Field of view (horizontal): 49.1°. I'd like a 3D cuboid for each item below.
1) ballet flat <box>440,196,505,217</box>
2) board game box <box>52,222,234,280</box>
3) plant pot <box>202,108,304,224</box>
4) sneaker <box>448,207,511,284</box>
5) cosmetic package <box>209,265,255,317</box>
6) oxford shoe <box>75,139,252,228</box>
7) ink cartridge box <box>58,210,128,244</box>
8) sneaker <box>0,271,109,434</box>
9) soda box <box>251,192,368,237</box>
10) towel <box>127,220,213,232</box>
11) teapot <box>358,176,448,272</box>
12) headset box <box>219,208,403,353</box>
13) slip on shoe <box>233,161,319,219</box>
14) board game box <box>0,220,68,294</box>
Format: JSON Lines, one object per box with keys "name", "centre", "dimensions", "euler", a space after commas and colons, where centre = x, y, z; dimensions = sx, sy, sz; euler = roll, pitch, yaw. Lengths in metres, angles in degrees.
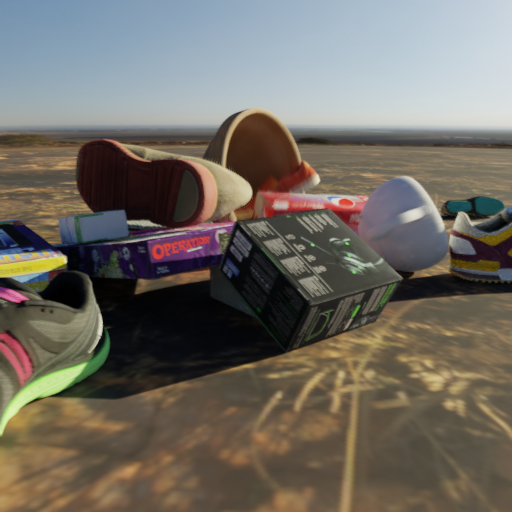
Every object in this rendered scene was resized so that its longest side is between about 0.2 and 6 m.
{"name": "ballet flat", "centre": [5.695, -1.278, 14.872], "dimensions": [1.636, 0.555, 0.616], "euler": [-2, -7, -2]}
{"name": "board game box", "centre": [-1.650, -0.118, 8.659], "dimensions": [2.326, 0.626, 3.875], "euler": [-8, 4, -41]}
{"name": "plant pot", "centre": [-0.270, -1.392, 10.891], "dimensions": [1.267, 2.746, 2.746], "euler": [-1, 11, 35]}
{"name": "sneaker", "centre": [4.470, -0.201, 9.099], "dimensions": [2.598, 1.170, 0.973], "euler": [-1, 14, -5]}
{"name": "cosmetic package", "centre": [-0.171, 0.404, 7.897], "dimensions": [0.510, 0.605, 1.132], "euler": [-12, 17, -39]}
{"name": "oxford shoe", "centre": [-1.695, -1.155, 9.348], "dimensions": [3.692, 1.301, 1.381], "euler": [21, 19, 39]}
{"name": "ink cartridge box", "centre": [-2.415, -0.423, 8.258], "dimensions": [0.696, 0.404, 0.961], "euler": [-12, 8, -35]}
{"name": "sneaker", "centre": [-2.355, 0.844, 4.821], "dimensions": [1.133, 1.237, 2.952], "euler": [3, 15, 13]}
{"name": "soda box", "centre": [1.205, -0.662, 10.828], "dimensions": [2.545, 0.891, 0.807], "euler": [-1, 26, -26]}
{"name": "towel", "centre": [-1.859, -0.649, 12.811], "dimensions": [2.114, 0.365, 2.035], "euler": [4, 12, 24]}
{"name": "teapot", "centre": [2.298, -0.402, 9.445], "dimensions": [1.296, 1.775, 1.752], "euler": [-26, 36, 1]}
{"name": "headset box", "centre": [0.709, 0.206, 7.019], "dimensions": [1.742, 0.808, 1.517], "euler": [-12, 47, -38]}
{"name": "slip on shoe", "centre": [0.336, -1.287, 11.233], "dimensions": [1.892, 0.579, 0.701], "euler": [-30, 9, -1]}
{"name": "board game box", "centre": [-4.551, 0.365, 7.296], "dimensions": [3.474, 0.985, 2.871], "euler": [-9, 19, -32]}
